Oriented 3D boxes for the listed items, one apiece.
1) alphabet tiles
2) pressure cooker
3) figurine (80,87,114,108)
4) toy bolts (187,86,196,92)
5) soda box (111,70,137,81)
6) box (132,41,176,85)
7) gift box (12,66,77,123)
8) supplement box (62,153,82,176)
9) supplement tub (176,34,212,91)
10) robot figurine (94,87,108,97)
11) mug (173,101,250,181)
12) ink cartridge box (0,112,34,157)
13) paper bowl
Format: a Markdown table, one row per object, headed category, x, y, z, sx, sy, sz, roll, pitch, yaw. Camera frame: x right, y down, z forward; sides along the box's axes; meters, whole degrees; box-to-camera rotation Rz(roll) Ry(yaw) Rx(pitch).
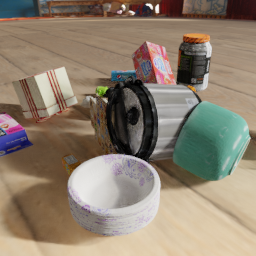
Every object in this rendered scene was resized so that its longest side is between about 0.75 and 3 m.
| category | x | y | z | sx | sy | sz | roll | pitch | yaw |
| --- | --- | --- | --- | --- | --- | --- | --- | --- | --- |
| alphabet tiles | -0.905 | -0.127 | 9.463 | 0.088 | 1.956 | 2.340 | -12 | 30 | -21 |
| pressure cooker | 0.635 | -0.210 | 8.532 | 2.754 | 2.460 | 2.422 | -3 | 33 | -29 |
| figurine | -1.046 | -1.253 | 12.824 | 2.055 | 0.885 | 2.005 | -25 | 27 | -23 |
| toy bolts | 2.233 | -0.962 | 11.759 | 1.201 | 1.654 | 1.731 | 11 | 11 | 33 |
| soda box | -0.237 | -3.131 | 16.748 | 1.520 | 0.515 | 0.488 | -1 | 28 | -1 |
| box | 0.942 | -2.022 | 10.192 | 0.976 | 0.935 | 1.958 | 5 | 63 | -37 |
| gift box | -3.552 | -1.395 | 12.044 | 2.074 | 1.937 | 1.914 | -2 | 22 | 42 |
| supplement box | -1.567 | 1.273 | 8.473 | 0.442 | 0.428 | 1.286 | -18 | 32 | -27 |
| supplement tub | 3.528 | -3.517 | 15.011 | 1.719 | 2.805 | 1.719 | 0 | 28 | 0 |
| robot figurine | -1.308 | -1.856 | 14.363 | 0.834 | 0.483 | 0.732 | 14 | 32 | 23 |
| mug | 2.657 | 0.327 | 8.265 | 1.584 | 2.105 | 2.562 | 28 | 60 | 26 |
| ink cartridge box | -4.763 | 0.169 | 10.571 | 1.290 | 0.505 | 2.724 | -22 | 37 | -36 |
| paper bowl | -0.332 | 1.696 | 6.875 | 2.205 | 1.147 | 2.205 | 0 | 28 | 0 |
